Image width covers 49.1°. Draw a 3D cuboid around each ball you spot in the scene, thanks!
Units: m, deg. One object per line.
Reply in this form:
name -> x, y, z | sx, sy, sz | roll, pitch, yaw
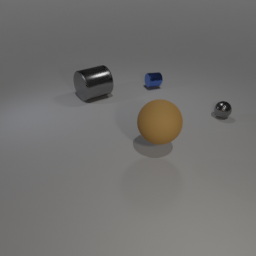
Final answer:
ball -> 3.884, -0.753, 11.466 | 0.700, 0.700, 0.700 | 0, 30, 0
ball -> 0.982, -0.185, 8.654 | 1.400, 1.400, 1.400 | 0, 30, 0

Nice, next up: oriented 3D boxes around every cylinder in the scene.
cylinder -> -1.618, -2.110, 13.084 | 1.400, 1.400, 1.400 | -21, 36, -30
cylinder -> 1.298, -2.463, 14.272 | 0.700, 0.700, 0.700 | -9, 31, -21
